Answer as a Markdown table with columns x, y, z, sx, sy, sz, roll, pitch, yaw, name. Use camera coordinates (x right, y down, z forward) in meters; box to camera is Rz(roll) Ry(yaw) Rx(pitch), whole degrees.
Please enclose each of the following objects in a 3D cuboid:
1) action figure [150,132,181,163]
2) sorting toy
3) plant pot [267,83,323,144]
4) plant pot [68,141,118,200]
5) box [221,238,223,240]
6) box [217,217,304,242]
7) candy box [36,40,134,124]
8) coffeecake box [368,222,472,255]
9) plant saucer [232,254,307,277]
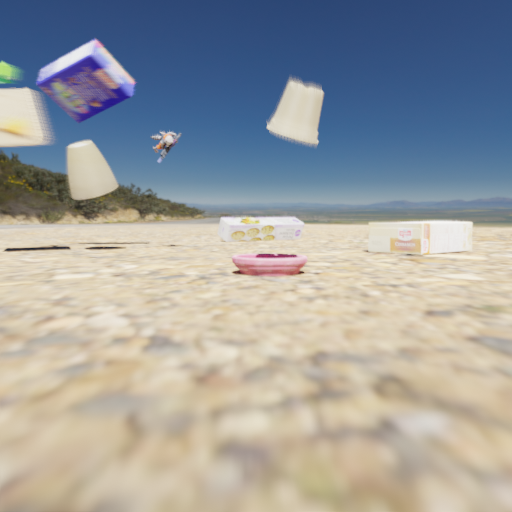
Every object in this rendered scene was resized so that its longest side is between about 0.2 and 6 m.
| x | y | z | sx | sy | sz | roll | pitch | yaw | name |
| --- | --- | --- | --- | --- | --- | --- | --- | --- | --- |
| -2.024 | -2.412 | 12.053 | 0.423 | 0.809 | 0.782 | 40 | -16 | -28 | action figure |
| -4.917 | -2.861 | 10.483 | 1.391 | 1.882 | 0.277 | -12 | -20 | -27 | sorting toy |
| 0.471 | -1.581 | 6.137 | 0.594 | 0.544 | 0.594 | 15 | 18 | -5 | plant pot |
| -3.527 | -1.829 | 11.720 | 0.976 | 1.042 | 0.976 | -10 | 24 | 5 | plant pot |
| -0.714 | -0.772 | 17.787 | 0.745 | 0.406 | 0.477 | -18 | 18 | -42 | box |
| 0.184 | -0.821 | 17.152 | 2.900 | 0.601 | 0.561 | -2 | 28 | -37 | box |
| -3.643 | -3.712 | 12.035 | 1.531 | 0.590 | 1.294 | -17 | -36 | 22 | candy box |
| 3.463 | -0.400 | 11.827 | 1.771 | 0.647 | 1.359 | -3 | 5 | -37 | coffeecake box |
| 0.177 | 0.121 | 7.434 | 1.000 | 0.254 | 1.000 | 1 | 4 | 0 | plant saucer |
